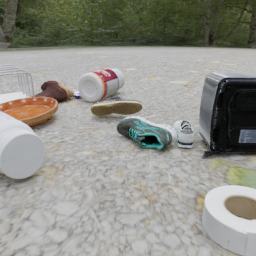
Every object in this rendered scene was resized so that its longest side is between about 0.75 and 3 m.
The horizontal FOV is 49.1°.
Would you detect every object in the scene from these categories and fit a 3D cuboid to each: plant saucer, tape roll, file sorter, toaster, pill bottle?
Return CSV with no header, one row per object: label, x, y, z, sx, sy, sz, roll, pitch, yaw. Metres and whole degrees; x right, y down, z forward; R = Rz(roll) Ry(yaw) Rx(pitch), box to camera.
plant saucer,-4.415,-0.630,11.688,2.988,0.482,2.988,-3,24,2
tape roll,2.282,1.778,5.561,1.556,0.544,1.556,0,21,0
file sorter,-6.005,-2.051,13.911,1.978,1.775,2.850,-14,25,-32
toaster,3.553,-0.458,8.889,2.697,2.439,1.601,0,18,-3
pill bottle,-3.511,0.396,7.878,1.468,1.468,2.589,-19,28,-41
pill bottle,-1.346,-2.413,15.196,1.513,1.513,2.761,10,23,24

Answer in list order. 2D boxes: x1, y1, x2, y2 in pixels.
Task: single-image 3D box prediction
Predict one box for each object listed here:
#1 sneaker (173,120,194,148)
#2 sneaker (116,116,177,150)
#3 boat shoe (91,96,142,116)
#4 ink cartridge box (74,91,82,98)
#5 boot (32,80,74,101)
sneaker,1.986,0.030,9.871,0.722,0.761,1.891,-2,19,0
sneaker,0.482,0.189,9.420,2.208,0.856,1.007,10,27,28
boat shoe,-0.485,-1.002,11.928,2.207,0.794,0.715,-6,49,12
ink cartridge box,-2.608,-1.872,15.580,1.013,0.220,1.004,-10,23,-30
boot,-4.273,-1.899,14.748,2.380,0.861,1.979,16,24,29
